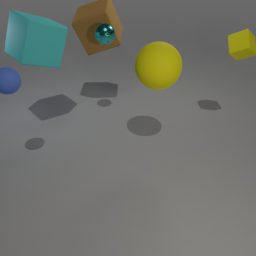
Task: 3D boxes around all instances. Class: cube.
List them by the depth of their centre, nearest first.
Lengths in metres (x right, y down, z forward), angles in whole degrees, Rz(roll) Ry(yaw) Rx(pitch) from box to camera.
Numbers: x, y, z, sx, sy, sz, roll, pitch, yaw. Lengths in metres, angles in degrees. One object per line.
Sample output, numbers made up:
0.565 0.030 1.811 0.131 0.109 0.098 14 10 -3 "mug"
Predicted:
-3.076 -2.935 9.341 1.400 1.400 1.400 -6 32 -46 "cube"
3.950 -2.861 9.688 0.700 0.700 0.700 -9 -15 40 "cube"
-1.130 -3.917 10.788 1.400 1.400 1.400 -12 45 17 "cube"

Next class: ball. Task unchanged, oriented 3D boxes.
-3.118 -1.213 7.200 0.700 0.700 0.700 0 33 0 "ball"
0.903 -1.844 8.343 1.400 1.400 1.400 0 33 0 "ball"
-0.773 -3.180 9.492 0.700 0.700 0.700 0 33 0 "ball"
